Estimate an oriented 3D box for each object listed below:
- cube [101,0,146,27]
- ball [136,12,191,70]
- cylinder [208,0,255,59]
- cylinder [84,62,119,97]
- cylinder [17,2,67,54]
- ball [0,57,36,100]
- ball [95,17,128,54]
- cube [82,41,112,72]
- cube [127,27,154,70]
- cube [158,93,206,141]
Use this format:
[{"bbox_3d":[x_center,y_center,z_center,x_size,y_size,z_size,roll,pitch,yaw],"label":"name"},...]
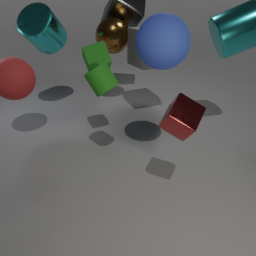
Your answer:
[{"bbox_3d":[-0.200,-5.037,12.170,1.400,1.400,1.400,25,47,-21],"label":"cube"},{"bbox_3d":[0.898,-2.208,7.186,1.400,1.400,1.400,0,30,0],"label":"ball"},{"bbox_3d":[3.483,-3.117,8.934,1.400,1.400,1.400,-21,28,11],"label":"cylinder"},{"bbox_3d":[-0.723,-1.320,7.642,0.700,0.700,0.700,-31,12,7],"label":"cylinder"},{"bbox_3d":[-3.255,-3.771,10.728,1.400,1.400,1.400,8,-11,14],"label":"cylinder"},{"bbox_3d":[-3.772,-1.619,9.233,1.400,1.400,1.400,0,30,0],"label":"ball"},{"bbox_3d":[-0.615,-3.723,11.310,1.400,1.400,1.400,0,30,0],"label":"ball"},{"bbox_3d":[-0.959,-2.128,8.569,0.700,0.700,0.700,-21,-2,-10],"label":"cube"},{"bbox_3d":[0.879,-3.111,10.812,1.400,1.400,1.400,-9,26,-22],"label":"cube"},{"bbox_3d":[1.234,-0.241,6.442,0.700,0.700,0.700,31,65,-1],"label":"cube"}]
